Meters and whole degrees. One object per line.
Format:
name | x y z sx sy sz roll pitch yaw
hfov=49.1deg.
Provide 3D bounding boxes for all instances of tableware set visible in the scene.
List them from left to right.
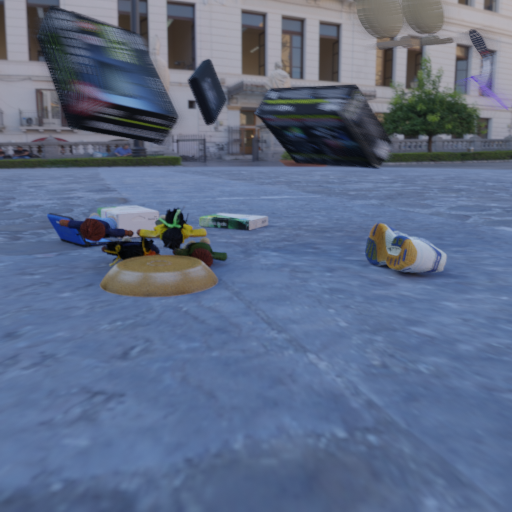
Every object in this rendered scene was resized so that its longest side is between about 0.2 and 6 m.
tableware set | 2.342 -4.022 9.255 2.006 1.326 0.402 -19 3 -34

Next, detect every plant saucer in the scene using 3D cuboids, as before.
plant saucer | -1.402 0.240 8.130 1.695 0.300 1.695 0 12 0

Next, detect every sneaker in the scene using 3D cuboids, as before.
sneaker | 2.383 -0.050 9.092 0.805 0.688 1.828 13 13 -13

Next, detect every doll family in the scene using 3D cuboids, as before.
doll family | -1.794 -0.280 9.098 2.619 1.028 1.514 -4 13 -8

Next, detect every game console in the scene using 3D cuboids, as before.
game console | -3.519 -0.548 11.283 1.119 0.955 0.662 11 43 45

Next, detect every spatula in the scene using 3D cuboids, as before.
spatula | 3.653 -3.049 8.983 0.635 2.248 0.231 29 -43 -22

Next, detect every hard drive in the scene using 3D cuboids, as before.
hard drive | -1.072 -3.709 12.600 0.252 1.071 1.534 -14 30 17

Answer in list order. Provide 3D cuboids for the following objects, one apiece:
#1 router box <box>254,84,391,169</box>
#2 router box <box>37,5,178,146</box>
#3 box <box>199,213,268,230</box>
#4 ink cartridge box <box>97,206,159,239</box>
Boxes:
router box | 1.438 -2.785 12.162 2.439 0.758 1.827 13 -20 43
router box | -3.153 -3.788 11.865 2.141 2.858 0.888 1 -36 -45
box | -0.547 -0.846 13.678 1.396 0.254 1.007 5 12 27
ink cartridge box | -2.863 -0.772 12.503 0.967 0.561 1.336 -7 13 -32
